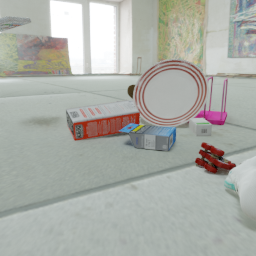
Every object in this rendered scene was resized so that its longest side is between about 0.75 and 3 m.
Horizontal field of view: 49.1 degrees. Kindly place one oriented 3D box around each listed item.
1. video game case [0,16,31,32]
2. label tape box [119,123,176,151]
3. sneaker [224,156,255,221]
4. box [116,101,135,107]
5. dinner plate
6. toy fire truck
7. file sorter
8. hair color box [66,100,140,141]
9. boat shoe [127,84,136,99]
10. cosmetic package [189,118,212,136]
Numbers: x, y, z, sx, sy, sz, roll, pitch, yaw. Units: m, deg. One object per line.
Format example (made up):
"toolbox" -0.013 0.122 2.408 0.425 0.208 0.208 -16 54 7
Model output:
"video game case" -4.168 -3.374 9.216 1.429 0.186 1.570 -12 18 12
"label tape box" 0.588 0.246 8.191 1.467 0.464 1.058 5 15 20
"sneaker" 2.108 1.009 4.898 0.946 0.804 2.138 -10 4 34
"box" 0.023 -0.915 12.890 0.926 0.477 1.588 -4 14 -14
"dinner plate" 1.605 -1.339 10.740 2.885 2.885 0.350 6 -16 21
"toy fire truck" 2.045 0.717 6.382 0.769 0.514 0.916 15 9 -21
"file sorter" 2.690 -1.267 11.696 2.765 1.734 1.921 6 14 22
"hair color box" -0.825 -0.293 9.202 2.196 0.672 1.114 -9 30 -20
"boat shoe" 1.195 -1.959 16.437 2.677 0.954 0.864 19 15 30
"cosmetic package" 2.428 -0.036 9.461 0.526 0.415 0.978 -3 15 -2
